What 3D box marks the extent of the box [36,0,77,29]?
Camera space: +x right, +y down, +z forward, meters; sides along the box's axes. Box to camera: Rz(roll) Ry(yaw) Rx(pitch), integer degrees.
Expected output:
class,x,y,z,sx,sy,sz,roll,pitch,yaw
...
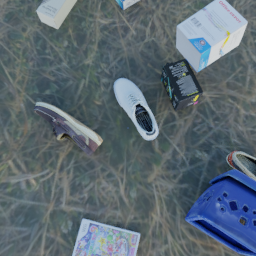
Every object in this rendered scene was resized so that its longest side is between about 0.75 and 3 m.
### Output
class,x,y,z,sx,sy,sz,roll,pitch,yaw
box,-2.924,-5.523,12.128,0.929,0.773,2.261,25,77,6

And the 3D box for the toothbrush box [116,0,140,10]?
class,x,y,z,sx,sy,sz,roll,pitch,yaw
toothbrush box,-0.177,-6.112,12.368,1.024,0.597,1.399,-33,78,-8

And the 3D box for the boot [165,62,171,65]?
class,x,y,z,sx,sy,sz,roll,pitch,yaw
boot,1.906,-2.470,11.324,0.770,0.533,0.298,5,108,-4

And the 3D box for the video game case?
class,x,y,z,sx,sy,sz,roll,pitch,yaw
video game case,-0.783,4.253,9.903,2.153,0.194,1.542,14,76,4

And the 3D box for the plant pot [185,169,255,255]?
class,x,y,z,sx,sy,sz,roll,pitch,yaw
plant pot,3.529,2.729,9.281,2.279,2.279,2.049,32,72,9

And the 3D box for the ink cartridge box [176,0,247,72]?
class,x,y,z,sx,sy,sz,roll,pitch,yaw
ink cartridge box,2.890,-3.273,9.944,1.917,1.387,1.411,-33,72,-2

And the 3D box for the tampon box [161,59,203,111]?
class,x,y,z,sx,sy,sz,roll,pitch,yaw
tampon box,2.061,-1.661,10.914,0.987,1.172,1.564,-21,76,-5

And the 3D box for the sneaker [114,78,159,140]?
class,x,y,z,sx,sy,sz,roll,pitch,yaw
sneaker,0.363,-0.859,10.804,1.026,0.994,2.808,-32,78,-8

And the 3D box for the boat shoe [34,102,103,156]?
class,x,y,z,sx,sy,sz,roll,pitch,yaw
boat shoe,-2.388,0.033,10.572,2.927,1.053,0.948,31,73,2

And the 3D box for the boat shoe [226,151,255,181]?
class,x,y,z,sx,sy,sz,roll,pitch,yaw
boat shoe,4.832,1.587,10.307,2.408,0.754,0.857,31,76,6
